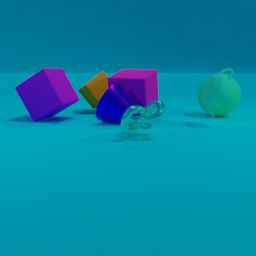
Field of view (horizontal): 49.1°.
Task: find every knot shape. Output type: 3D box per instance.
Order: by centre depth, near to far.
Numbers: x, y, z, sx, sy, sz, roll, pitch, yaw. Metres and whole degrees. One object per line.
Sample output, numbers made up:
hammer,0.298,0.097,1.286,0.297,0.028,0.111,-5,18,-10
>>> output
knot shape,0.370,-0.259,6.335,1.043,0.515,1.115,-28,-10,18

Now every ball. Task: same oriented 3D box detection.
ball,2.981,-1.078,9.213,1.374,1.374,1.374,0,12,0

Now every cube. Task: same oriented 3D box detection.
cube,-2.437,-1.039,8.603,1.172,1.172,1.172,-27,4,18
cube,0.207,-1.167,9.167,1.267,1.267,1.267,5,25,22
cube,-1.070,-1.345,10.052,0.891,0.891,0.891,-44,14,-22

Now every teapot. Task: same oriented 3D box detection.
teapot,2.407,-0.942,7.537,0.699,1.427,0.887,21,13,-11

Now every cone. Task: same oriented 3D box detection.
cone,-0.026,-0.419,7.938,1.266,1.261,1.261,35,26,22
